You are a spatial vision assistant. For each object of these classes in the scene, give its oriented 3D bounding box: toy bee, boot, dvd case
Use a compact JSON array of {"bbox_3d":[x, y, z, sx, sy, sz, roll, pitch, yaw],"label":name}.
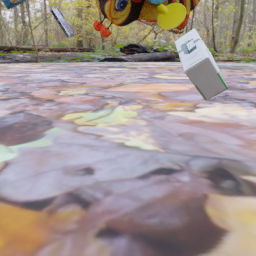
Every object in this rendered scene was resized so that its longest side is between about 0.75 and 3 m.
[{"bbox_3d":[0.034,-2.484,5.226,2.991,1.626,1.958,14,33,-26],"label":"toy bee"},{"bbox_3d":[1.061,-3.702,8.792,1.858,0.697,0.996,15,-22,-3],"label":"boot"},{"bbox_3d":[-2.414,-3.919,10.449,0.118,1.102,1.482,-28,20,9],"label":"dvd case"}]

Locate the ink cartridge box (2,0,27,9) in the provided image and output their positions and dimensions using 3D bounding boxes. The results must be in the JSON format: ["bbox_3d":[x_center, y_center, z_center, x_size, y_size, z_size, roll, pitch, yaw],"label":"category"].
[{"bbox_3d":[-2.143,-3.198,5.210,0.740,1.262,1.723,-44,25,-29],"label":"ink cartridge box"}]

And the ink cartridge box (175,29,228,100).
[{"bbox_3d":[1.738,-1.548,6.754,0.613,1.064,1.458,-30,37,24],"label":"ink cartridge box"}]

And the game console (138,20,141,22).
[{"bbox_3d":[0.229,-4.337,9.811,0.966,0.573,0.832,32,-7,6],"label":"game console"}]
